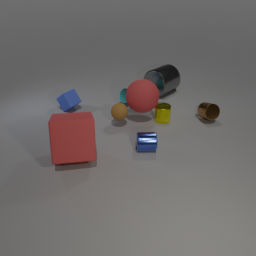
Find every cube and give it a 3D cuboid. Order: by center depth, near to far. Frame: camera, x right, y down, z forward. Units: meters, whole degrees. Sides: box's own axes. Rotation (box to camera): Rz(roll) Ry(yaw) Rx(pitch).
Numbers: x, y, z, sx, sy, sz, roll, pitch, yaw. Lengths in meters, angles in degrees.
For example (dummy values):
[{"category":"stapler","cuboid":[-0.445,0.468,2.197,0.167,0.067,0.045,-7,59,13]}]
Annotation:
[{"category":"cube","cuboid":[-1.834,0.283,9.361,1.400,1.400,1.400,-4,13,-10]},{"category":"cube","cuboid":[-2.712,-1.275,12.866,0.700,0.700,0.700,-24,8,47]}]

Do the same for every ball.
[{"category":"ball","cuboid":[-0.348,-0.665,11.414,0.700,0.700,0.700,0,30,0]},{"category":"ball","cuboid":[0.597,-1.329,11.682,1.400,1.400,1.400,0,30,0]}]

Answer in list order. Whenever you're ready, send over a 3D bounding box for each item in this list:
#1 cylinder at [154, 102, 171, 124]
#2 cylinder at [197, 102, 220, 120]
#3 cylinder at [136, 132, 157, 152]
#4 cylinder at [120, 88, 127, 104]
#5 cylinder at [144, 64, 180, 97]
[{"category":"cylinder","cuboid":[1.489,-0.645,12.052,0.700,0.700,0.700,0,32,0]},{"category":"cylinder","cuboid":[3.436,-0.725,11.964,0.700,0.700,0.700,-8,13,-13]},{"category":"cylinder","cuboid":[0.673,0.495,10.104,0.700,0.700,0.700,-1,30,-1]},{"category":"cylinder","cuboid":[0.077,-1.509,13.367,0.700,0.700,0.700,1,24,-38]},{"category":"cylinder","cuboid":[1.748,-2.447,14.438,1.400,1.400,1.400,25,38,36]}]
